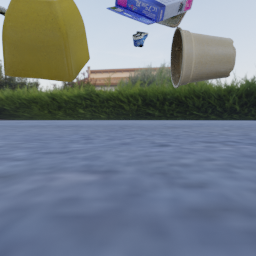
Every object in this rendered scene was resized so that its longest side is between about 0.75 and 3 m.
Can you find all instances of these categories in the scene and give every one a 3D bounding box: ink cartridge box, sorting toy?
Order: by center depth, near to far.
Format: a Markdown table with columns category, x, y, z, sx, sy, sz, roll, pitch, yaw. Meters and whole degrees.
| category | x | y | z | sx | sy | sz | roll | pitch | yaw |
| --- | --- | --- | --- | --- | --- | --- | --- | --- | --- |
| ink cartridge box | 0.586 | -3.033 | 6.724 | 1.228 | 0.432 | 2.058 | 32 | 47 | 22 |
| sorting toy | 1.287 | -3.692 | 7.884 | 0.306 | 1.680 | 1.555 | 26 | 12 | -39 |

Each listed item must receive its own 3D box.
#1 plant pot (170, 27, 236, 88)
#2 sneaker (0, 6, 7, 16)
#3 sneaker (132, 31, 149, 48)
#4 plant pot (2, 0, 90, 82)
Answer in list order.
| category | x | y | z | sx | sy | sz | roll | pitch | yaw |
| --- | --- | --- | --- | --- | --- | --- | --- | --- | --- |
| plant pot | 2.174 | -2.046 | 8.180 | 1.579 | 1.724 | 1.724 | -1 | 2 | -3 |
| sneaker | -4.395 | -3.962 | 9.423 | 0.330 | 0.354 | 0.892 | -6 | -11 | 22 |
| sneaker | 0.446 | -3.381 | 10.712 | 0.455 | 0.517 | 1.159 | 17 | 35 | 18 |
| plant pot | -2.742 | -3.205 | 9.396 | 2.375 | 2.429 | 2.359 | 6 | 34 | 6 |
